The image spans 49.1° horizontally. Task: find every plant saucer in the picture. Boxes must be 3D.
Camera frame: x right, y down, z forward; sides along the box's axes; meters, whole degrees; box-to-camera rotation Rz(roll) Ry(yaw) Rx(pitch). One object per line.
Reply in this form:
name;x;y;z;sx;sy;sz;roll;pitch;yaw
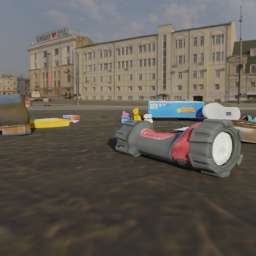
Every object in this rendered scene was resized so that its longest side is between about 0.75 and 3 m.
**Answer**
plant saucer;3.426;0.044;8.058;2.263;0.363;2.263;4;11;-1

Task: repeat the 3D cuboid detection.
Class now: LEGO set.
LEGO set;0.312;-0.619;13.840;1.725;0.708;0.658;3;7;25

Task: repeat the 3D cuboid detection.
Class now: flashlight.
flashlight;0.730;0.194;4.983;0.851;0.854;2.513;-6;9;-32

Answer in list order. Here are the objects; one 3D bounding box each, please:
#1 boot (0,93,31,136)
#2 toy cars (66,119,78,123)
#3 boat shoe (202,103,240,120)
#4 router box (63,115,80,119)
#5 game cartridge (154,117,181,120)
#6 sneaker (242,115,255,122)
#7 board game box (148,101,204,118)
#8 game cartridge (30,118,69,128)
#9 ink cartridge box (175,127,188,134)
boot;-4.513;-0.440;8.831;2.760;1.338;1.031;-1;6;-13
toy cars;-2.755;-0.320;13.622;0.358;0.177;0.798;9;6;32
boat shoe;4.620;-0.775;14.398;2.684;0.966;0.882;-4;1;-34
router box;-3.356;-0.638;16.640;0.765;0.187;0.687;5;8;41
game cartridge;2.259;-0.610;16.084;1.392;0.282;0.928;3;4;25
sneaker;5.151;-0.278;11.696;0.729;0.505;1.207;12;10;18
board game box;2.573;-1.095;15.717;2.869;0.802;2.809;1;6;5
game cartridge;-3.679;-0.215;11.894;1.855;0.301;1.635;-3;6;-36
ink cartridge box;2.106;0.132;8.821;1.016;0.207;1.018;5;7;39
